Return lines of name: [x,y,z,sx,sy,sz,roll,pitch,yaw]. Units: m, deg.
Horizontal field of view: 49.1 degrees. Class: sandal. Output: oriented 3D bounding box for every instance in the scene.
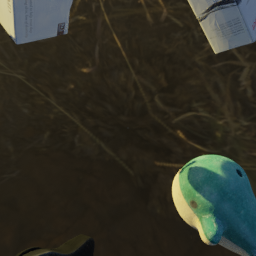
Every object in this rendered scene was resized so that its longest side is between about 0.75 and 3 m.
sandal: [-1.229,2.154,4.093,0.639,2.671,1.004,8,78,14]

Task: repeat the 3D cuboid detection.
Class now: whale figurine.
whale figurine: [1.851,1.422,4.886,2.239,1.161,1.781,49,36,19]

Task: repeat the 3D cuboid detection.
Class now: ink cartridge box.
ink cartridge box: [1.939,-2.867,5.702,2.151,0.897,1.562,53,52,-25]

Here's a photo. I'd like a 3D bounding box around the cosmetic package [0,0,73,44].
cosmetic package: [-2.043,-2.857,4.783,1.065,1.482,2.626,-24,62,-33]
